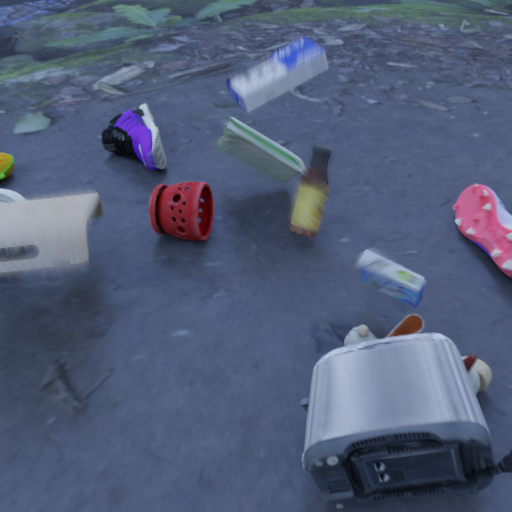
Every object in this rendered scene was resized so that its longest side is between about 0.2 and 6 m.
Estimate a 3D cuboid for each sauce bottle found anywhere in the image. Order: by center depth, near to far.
[{"bbox_3d":[1.105,-1.258,10.983,0.575,1.743,0.575,13,7,-2],"label":"sauce bottle"}]

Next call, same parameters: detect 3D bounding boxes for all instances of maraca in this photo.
[{"bbox_3d":[-6.013,-2.009,13.043,0.705,0.550,1.028,-14,46,15],"label":"maraca"}]

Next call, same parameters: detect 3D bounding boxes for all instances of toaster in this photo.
[{"bbox_3d":[1.794,1.988,6.974,2.542,1.444,1.642,-14,37,15],"label":"toaster"}]

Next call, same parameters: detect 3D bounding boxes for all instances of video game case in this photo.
[{"bbox_3d":[2.128,0.385,8.820,0.976,1.077,0.245,29,79,22],"label":"video game case"}]

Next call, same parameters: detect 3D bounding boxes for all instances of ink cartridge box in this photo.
[{"bbox_3d":[0.396,-3.531,10.901,1.828,0.404,0.859,-30,44,-6],"label":"ink cartridge box"}]

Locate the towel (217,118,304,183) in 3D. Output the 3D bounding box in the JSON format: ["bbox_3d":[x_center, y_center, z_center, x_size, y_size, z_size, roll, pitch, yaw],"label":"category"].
[{"bbox_3d":[0.060,-2.077,11.556,1.782,0.273,2.336,28,-3,-7],"label":"towel"}]

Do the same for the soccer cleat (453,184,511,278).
[{"bbox_3d":[4.797,-0.413,10.897,1.131,0.986,2.957,28,25,-21],"label":"soccer cleat"}]

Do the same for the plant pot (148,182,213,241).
[{"bbox_3d":[-1.489,-0.900,11.178,1.063,1.168,1.168,3,38,14],"label":"plant pot"}]

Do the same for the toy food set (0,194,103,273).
[{"bbox_3d":[-3.610,-0.336,9.099,1.998,0.841,2.784,-7,17,-9],"label":"toy food set"}]

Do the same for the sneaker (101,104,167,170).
[{"bbox_3d":[-3.060,-2.767,13.757,1.389,0.971,2.793,-16,37,-9],"label":"sneaker"}]

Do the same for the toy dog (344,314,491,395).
[{"bbox_3d":[2.363,1.519,8.185,2.184,1.052,1.440,9,40,11],"label":"toy dog"}]

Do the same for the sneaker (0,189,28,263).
[{"bbox_3d":[-6.084,-0.307,10.314,3.559,1.335,2.055,-7,41,-10],"label":"sneaker"}]
